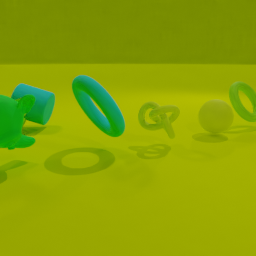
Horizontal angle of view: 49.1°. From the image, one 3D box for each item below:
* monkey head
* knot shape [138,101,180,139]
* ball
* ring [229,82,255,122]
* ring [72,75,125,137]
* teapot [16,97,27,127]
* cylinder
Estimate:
[{"bbox_3d":[-2.291,-0.091,5.263,1.651,0.995,1.188,-10,-12,23],"label":"monkey head"},{"bbox_3d":[0.763,-0.238,6.353,1.048,0.980,0.484,35,59,1],"label":"knot shape"},{"bbox_3d":[2.321,-0.305,7.422,0.905,0.905,0.905,0,14,0],"label":"ball"},{"bbox_3d":[3.490,-0.782,8.282,1.314,1.314,0.263,-11,-16,-38],"label":"ring"},{"bbox_3d":[-0.632,-0.436,5.896,0.306,1.532,1.532,-40,30,-18],"label":"ring"},{"bbox_3d":[-3.314,-0.284,7.106,1.920,0.940,1.194,-22,-2,10],"label":"teapot"},{"bbox_3d":[-2.728,-0.676,8.047,0.973,0.973,0.973,17,14,-2],"label":"cylinder"}]
